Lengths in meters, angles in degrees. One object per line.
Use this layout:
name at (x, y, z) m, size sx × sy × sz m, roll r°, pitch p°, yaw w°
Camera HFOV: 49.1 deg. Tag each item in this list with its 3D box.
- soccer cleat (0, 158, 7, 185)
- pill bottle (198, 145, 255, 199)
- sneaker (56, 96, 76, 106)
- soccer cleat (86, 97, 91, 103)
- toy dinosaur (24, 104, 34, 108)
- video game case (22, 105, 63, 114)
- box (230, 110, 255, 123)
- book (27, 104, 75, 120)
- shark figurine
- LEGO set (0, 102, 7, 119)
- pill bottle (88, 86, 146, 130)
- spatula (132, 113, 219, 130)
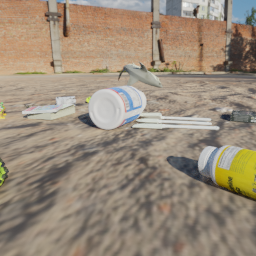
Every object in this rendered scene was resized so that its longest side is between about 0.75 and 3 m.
soccer cleat at (-3.042, 0.734, 5.365) m, size 1.050 × 0.812 × 2.511 m, roll -39°, pitch 33°, yaw -14°
pill bottle at (1.947, 0.735, 4.860) m, size 0.762 × 0.762 × 1.356 m, roll -11°, pitch 16°, yaw -40°
sneaker at (-3.061, -1.317, 13.909) m, size 0.851 × 0.556 × 1.480 m, roll -3°, pitch 10°, yaw -2°
soccer cleat at (-1.974, -1.553, 15.599) m, size 0.493 × 0.381 × 1.178 m, roll -27°, pitch 1°, yaw 34°
toy dinosaur at (-4.749, -1.015, 13.460) m, size 0.865 × 0.205 × 0.381 m, roll 7°, pitch 0°, yaw 28°
video game case at (-3.381, -0.750, 11.182) m, size 1.357 × 0.118 × 0.971 m, roll -3°, pitch 16°, yaw 5°
box at (4.686, -0.443, 10.834) m, size 1.304 × 0.284 × 1.045 m, roll 5°, pitch 14°, yaw 22°
book at (-3.160, -0.656, 11.685) m, size 1.141 × 0.410 × 1.708 m, roll 3°, pitch 16°, yaw 22°
shark figurine at (0.150, -1.962, 10.532) m, size 2.139 × 0.892 × 1.278 m, roll 30°, pitch -4°, yaw 41°
LEGO set at (-5.486, -0.843, 10.971) m, size 1.232 × 0.996 × 2.677 m, roll 4°, pitch 14°, yaw 16°
pill bottle at (-0.241, -0.817, 10.110) m, size 1.372 × 1.372 × 2.445 m, roll 6°, pitch 13°, yaw 24°
spatula at (1.692, -0.267, 10.251) m, size 2.915 × 0.234 × 2.027 m, roll 1°, pitch 12°, yaw 7°
